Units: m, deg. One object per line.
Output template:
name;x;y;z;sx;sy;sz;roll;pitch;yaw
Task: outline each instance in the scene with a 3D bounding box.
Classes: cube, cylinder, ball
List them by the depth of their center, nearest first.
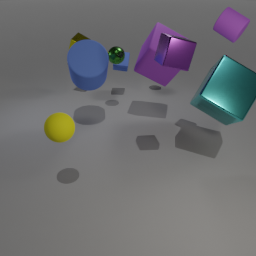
ball;-1.582;-0.010;6.482;0.700;0.700;0.700;0;28;0
cube;1.141;-1.869;6.871;0.700;0.700;0.700;7;24;-17
cylinder;2.849;-2.843;7.730;0.700;0.700;0.700;39;41;13
cube;2.924;-1.065;8.402;1.400;1.400;1.400;32;-3;4
cylinder;-1.428;-2.222;10.099;1.400;1.400;1.400;-4;-11;-8
cube;1.244;-2.686;10.373;1.400;1.400;1.400;25;58;-12
ball;-0.470;-2.897;11.181;0.700;0.700;0.700;0;28;0
cube;-2.225;-3.820;12.929;0.700;0.700;0.700;30;51;-1
cube;-0.323;-3.156;13.270;0.700;0.700;0.700;7;-9;-3
